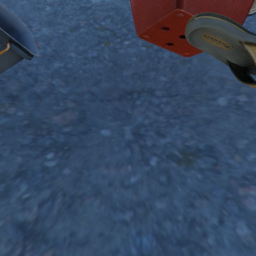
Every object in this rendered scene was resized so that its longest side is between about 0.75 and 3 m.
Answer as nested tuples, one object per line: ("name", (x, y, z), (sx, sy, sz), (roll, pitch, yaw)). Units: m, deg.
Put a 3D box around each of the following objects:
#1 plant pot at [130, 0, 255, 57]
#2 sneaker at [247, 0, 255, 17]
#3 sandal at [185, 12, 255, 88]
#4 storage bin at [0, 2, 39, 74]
("plant pot", (1.399, -3.034, 6.412), (2.418, 2.421, 2.133), (14, 82, -28))
("sneaker", (3.439, -3.383, 7.529), (0.721, 0.639, 1.705), (4, 13, -12))
("sandal", (1.796, -0.959, 4.000), (2.188, 0.894, 0.597), (25, 70, 4))
("storage bin", (-3.048, -1.817, 5.554), (1.400, 2.084, 1.517), (-35, 59, 12))
